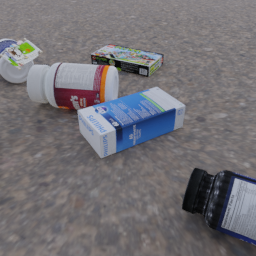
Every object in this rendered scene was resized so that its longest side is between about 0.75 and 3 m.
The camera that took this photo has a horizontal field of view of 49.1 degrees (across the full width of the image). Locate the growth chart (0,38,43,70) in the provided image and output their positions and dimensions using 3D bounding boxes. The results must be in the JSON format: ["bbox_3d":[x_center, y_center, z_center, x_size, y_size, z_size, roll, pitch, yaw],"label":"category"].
[{"bbox_3d":[-2.936,-2.064,7.708,0.816,0.100,1.128,32,49,2],"label":"growth chart"}]

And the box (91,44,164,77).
[{"bbox_3d":[-0.036,-2.938,11.979,2.741,0.476,1.508,17,39,22],"label":"box"}]

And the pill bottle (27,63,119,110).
[{"bbox_3d":[-1.692,-1.315,8.890,2.630,1.441,1.441,5,36,6],"label":"pill bottle"}]

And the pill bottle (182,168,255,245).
[{"bbox_3d":[2.148,1.476,5.256,2.078,1.162,1.162,16,39,22],"label":"pill bottle"}]

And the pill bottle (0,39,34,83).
[{"bbox_3d":[-4.591,-2.757,11.053,1.254,1.254,2.258,-18,40,-23],"label":"pill bottle"}]

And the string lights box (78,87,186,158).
[{"bbox_3d":[0.115,-0.267,7.978,2.719,0.802,1.397,-19,40,-25],"label":"string lights box"}]
